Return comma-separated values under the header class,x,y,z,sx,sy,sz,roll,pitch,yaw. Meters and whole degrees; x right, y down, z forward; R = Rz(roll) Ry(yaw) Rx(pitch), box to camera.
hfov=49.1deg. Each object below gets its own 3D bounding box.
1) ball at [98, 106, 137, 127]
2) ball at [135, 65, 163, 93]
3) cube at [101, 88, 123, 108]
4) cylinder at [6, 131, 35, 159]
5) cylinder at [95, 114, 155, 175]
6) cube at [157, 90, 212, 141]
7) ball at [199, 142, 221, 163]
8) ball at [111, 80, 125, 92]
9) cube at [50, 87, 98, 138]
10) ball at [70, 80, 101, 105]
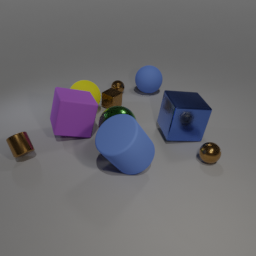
class,x,y,z,sx,sy,sz,roll,pitch,yaw
ball,-0.370,-0.111,10.176,1.400,1.400,1.400,0,30,0
ball,1.060,-2.481,14.299,1.400,1.400,1.400,0,30,0
cube,-0.741,-1.334,12.903,0.700,0.700,0.700,26,41,27
cylinder,-3.599,0.572,9.379,0.700,0.700,0.700,-26,-3,-1
cylinder,-0.066,0.516,8.549,1.400,1.400,1.400,-15,52,21
cube,2.055,-0.461,10.497,1.400,1.400,1.400,2,32,-13
ball,2.686,0.808,9.160,0.700,0.700,0.700,0,30,0
ball,-0.521,-2.097,14.362,0.700,0.700,0.700,0,30,0
cube,-2.093,-0.599,10.659,1.400,1.400,1.400,5,25,-25
ball,-1.883,-1.375,12.188,1.400,1.400,1.400,0,30,0
